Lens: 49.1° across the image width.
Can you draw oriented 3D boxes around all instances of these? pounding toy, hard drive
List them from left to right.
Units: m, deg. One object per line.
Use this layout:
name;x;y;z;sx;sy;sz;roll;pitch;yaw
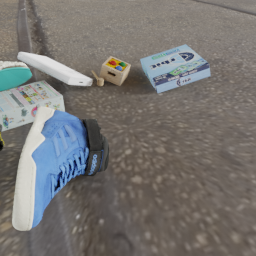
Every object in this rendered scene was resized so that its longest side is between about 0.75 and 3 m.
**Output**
hard drive;-2.370;-1.937;9.269;2.107;0.281;1.390;28;16;18
pounding toy;-0.670;-1.955;9.595;1.136;0.592;1.294;24;40;4

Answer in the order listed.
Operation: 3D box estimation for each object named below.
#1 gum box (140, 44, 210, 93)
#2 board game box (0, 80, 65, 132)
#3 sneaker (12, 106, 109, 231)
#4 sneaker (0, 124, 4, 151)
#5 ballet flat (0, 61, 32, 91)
gum box;1.582;-2.154;9.890;1.848;0.485;2.175;-18;34;-1
board game box;-2.926;-0.684;7.953;1.810;0.582;1.335;-23;40;-29
sneaker;-1.074;0.625;5.153;1.590;1.097;2.858;12;28;-14
sneaker;-2.908;0.307;6.141;0.457;0.403;1.081;3;42;-3
ballet flat;-4.118;-1.410;7.881;2.727;0.979;0.979;-31;44;-33
